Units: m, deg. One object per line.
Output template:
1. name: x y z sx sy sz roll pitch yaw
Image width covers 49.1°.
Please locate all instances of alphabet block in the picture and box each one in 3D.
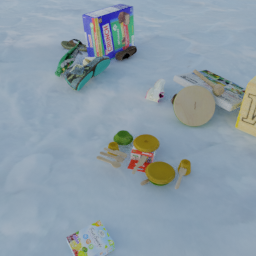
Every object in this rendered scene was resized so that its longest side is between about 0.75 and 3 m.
1. alphabet block: 5.120 -0.733 9.455 1.979 1.944 1.933 28 45 31

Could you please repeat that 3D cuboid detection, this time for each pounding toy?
1. pounding toy: 2.509 -0.976 10.420 1.476 1.913 0.888 31 1 4

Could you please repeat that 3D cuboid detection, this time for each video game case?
1. video game case: 3.585 -1.640 11.397 2.442 0.295 2.679 -19 44 -42

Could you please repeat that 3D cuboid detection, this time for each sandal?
1. sandal: -2.843 -4.664 15.511 1.822 0.520 0.723 12 40 15

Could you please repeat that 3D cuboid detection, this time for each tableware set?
1. tableware set: 0.561 0.917 8.595 2.743 0.421 1.848 17 42 20

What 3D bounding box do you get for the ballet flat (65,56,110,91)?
1. ballet flat: -1.816 -2.687 12.564 1.034 1.034 2.786 17 40 20

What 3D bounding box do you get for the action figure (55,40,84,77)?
1. action figure: -2.821 -3.147 13.312 0.590 1.274 2.156 30 56 1

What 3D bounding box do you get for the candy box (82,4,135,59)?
1. candy box: -0.901 -4.888 14.388 1.032 2.265 2.678 28 47 36

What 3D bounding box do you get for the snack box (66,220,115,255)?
1. snack box: -0.867 2.674 6.493 0.893 0.302 0.753 -21 42 -26

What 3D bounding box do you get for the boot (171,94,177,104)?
1. boot: 2.470 -1.256 11.377 1.335 0.429 1.244 11 38 21

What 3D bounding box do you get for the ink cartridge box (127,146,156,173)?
1. ink cartridge box: 0.474 0.803 8.812 0.700 0.323 1.284 11 39 13

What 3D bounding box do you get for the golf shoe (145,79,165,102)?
1. golf shoe: 1.285 -1.533 11.674 0.666 0.548 1.456 29 51 15

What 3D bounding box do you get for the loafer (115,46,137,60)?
1. loafer: -0.014 -3.810 14.538 1.416 0.517 0.503 -34 59 -27
